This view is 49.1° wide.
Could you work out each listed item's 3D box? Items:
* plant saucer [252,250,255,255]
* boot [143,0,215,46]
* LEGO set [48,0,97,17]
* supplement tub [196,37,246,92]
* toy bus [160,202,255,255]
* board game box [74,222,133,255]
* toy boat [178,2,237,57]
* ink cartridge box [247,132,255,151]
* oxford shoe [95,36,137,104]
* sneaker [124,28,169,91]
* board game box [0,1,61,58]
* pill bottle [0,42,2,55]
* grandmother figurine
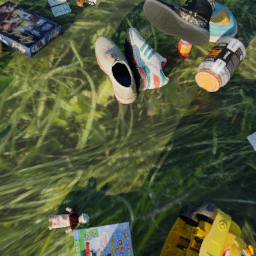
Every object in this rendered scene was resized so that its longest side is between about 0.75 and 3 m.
[{"bbox_3d":[3.277,3.897,6.498,0.395,2.882,2.882,9,58,47],"label":"plant saucer"},{"bbox_3d":[1.847,-4.080,9.610,2.480,0.895,1.873,26,65,-10],"label":"boot"},{"bbox_3d":[-2.391,-6.020,12.339,2.390,0.587,1.785,-21,70,-10],"label":"LEGO set"},{"bbox_3d":[3.341,-2.304,10.203,1.171,1.171,1.912,33,68,15],"label":"supplement tub"},{"bbox_3d":[2.289,3.317,6.699,2.749,2.864,1.943,31,69,5],"label":"toy bus"},{"bbox_3d":[-0.680,3.422,7.957,1.611,0.295,1.219,-7,64,-4],"label":"board game box"},{"bbox_3d":[2.931,-4.009,10.929,2.398,1.326,2.853,37,70,16],"label":"toy boat"},{"bbox_3d":[4.951,0.748,9.033,1.134,0.657,1.947,-26,67,-12],"label":"ink cartridge box"},{"bbox_3d":[-0.411,-2.364,10.189,1.036,1.080,2.927,-24,72,-11],"label":"oxford shoe"},{"bbox_3d":[0.704,-2.629,10.592,1.275,0.960,2.727,-7,65,-17],"label":"sneaker"},{"bbox_3d":[-4.356,-4.020,11.207,2.752,0.476,1.864,28,55,12],"label":"board game box"},{"bbox_3d":[-5.186,-3.053,10.892,0.496,0.496,0.879,-8,51,-4],"label":"pill bottle"},{"bbox_3d":[-1.726,2.709,8.299,1.156,0.350,0.701,-2,88,-4],"label":"grandmother figurine"}]
